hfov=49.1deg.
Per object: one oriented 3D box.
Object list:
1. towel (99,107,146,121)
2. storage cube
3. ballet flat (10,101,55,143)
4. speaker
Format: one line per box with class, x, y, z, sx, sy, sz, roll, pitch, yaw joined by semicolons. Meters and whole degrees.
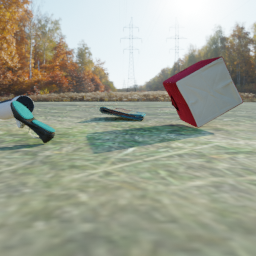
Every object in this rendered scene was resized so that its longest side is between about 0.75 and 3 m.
towel;-0.147;-0.707;12.541;1.880;0.278;2.563;12;8;5
storage cube;2.449;-1.240;9.449;1.964;1.679;1.765;-29;11;0
ballet flat;-2.110;-0.086;5.977;1.200;0.410;0.408;37;15;9
speaker;-3.323;-0.568;8.131;1.454;0.590;0.590;-4;2;44
